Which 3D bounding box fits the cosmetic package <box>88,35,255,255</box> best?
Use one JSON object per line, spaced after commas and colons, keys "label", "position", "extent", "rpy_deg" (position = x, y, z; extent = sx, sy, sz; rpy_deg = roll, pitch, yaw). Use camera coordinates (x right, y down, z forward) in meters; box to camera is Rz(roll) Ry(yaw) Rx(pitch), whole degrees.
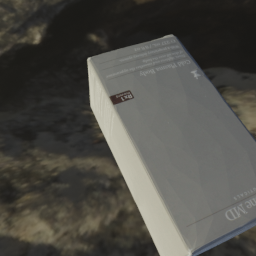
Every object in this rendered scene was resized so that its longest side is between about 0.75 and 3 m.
{"label": "cosmetic package", "position": [0.507, 0.162, 3.226], "extent": [1.262, 1.065, 2.362], "rpy_deg": [-20, 59, -17]}
